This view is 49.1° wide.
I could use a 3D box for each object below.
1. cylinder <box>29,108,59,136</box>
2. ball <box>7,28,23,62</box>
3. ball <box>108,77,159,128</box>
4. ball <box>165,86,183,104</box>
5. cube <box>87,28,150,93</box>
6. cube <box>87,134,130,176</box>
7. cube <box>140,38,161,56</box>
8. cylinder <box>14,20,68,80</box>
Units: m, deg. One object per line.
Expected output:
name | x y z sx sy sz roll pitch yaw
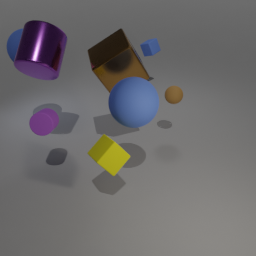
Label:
cylinder | -2.496 -0.190 8.391 0.700 0.700 0.700 0 15 0
ball | -3.678 -2.902 10.239 1.400 1.400 1.400 0 31 0
ball | 0.157 -0.704 7.751 1.400 1.400 1.400 0 31 0
ball | 1.746 -1.260 10.662 0.700 0.700 0.700 0 31 0
cube | -0.335 -2.138 9.338 1.400 1.400 1.400 -30 42 11
cube | -0.514 0.715 7.475 0.700 0.700 0.700 -49 34 -7
cube | 1.219 -4.380 15.228 0.700 0.700 0.700 -39 28 -28
cylinder | -2.782 -2.451 9.007 1.400 1.400 1.400 9 -13 2
